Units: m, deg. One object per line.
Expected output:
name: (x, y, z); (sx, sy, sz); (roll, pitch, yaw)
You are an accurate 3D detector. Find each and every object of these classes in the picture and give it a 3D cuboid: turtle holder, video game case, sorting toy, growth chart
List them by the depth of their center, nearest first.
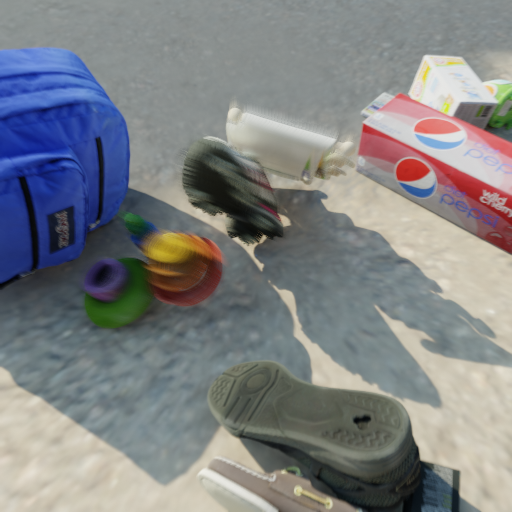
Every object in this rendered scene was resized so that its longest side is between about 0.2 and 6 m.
sorting toy: (-1.792, 0.120, 8.709); (2.535, 1.041, 1.523); (-14, 52, 16)
growth chart: (0.438, -1.745, 9.655); (2.259, 3.122, 0.277); (18, 86, -4)
turtle holder: (5.358, -3.413, 12.241); (1.311, 0.996, 0.931); (-30, 56, -22)
video game case: (3.088, -3.239, 12.666); (1.079, 0.119, 0.982); (33, 57, 23)

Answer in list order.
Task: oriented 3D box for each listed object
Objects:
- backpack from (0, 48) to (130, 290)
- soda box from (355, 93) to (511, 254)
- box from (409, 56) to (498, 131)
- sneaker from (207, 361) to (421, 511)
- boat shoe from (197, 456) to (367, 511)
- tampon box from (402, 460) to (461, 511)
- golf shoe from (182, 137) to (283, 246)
backpack: (-4.006, -1.344, 9.210); (3.954, 3.213, 3.318); (-24, 63, -33)
soda box: (3.868, -1.529, 10.493); (3.941, 1.250, 1.380); (34, 58, 26)
box: (4.221, -3.430, 12.169); (0.927, 1.028, 1.828); (-2, 50, -15)
sneaker: (0.720, 2.415, 7.355); (3.135, 1.796, 1.199); (4, 42, 41)
boat shoe: (0.514, 3.092, 6.862); (2.538, 0.912, 0.755); (24, 54, 13)
tampon box: (2.151, 3.130, 6.951); (0.573, 0.680, 0.907); (12, 51, 10)
golf shoe: (-0.407, -1.217, 9.108); (1.098, 2.843, 1.252); (-11, 65, 14)
